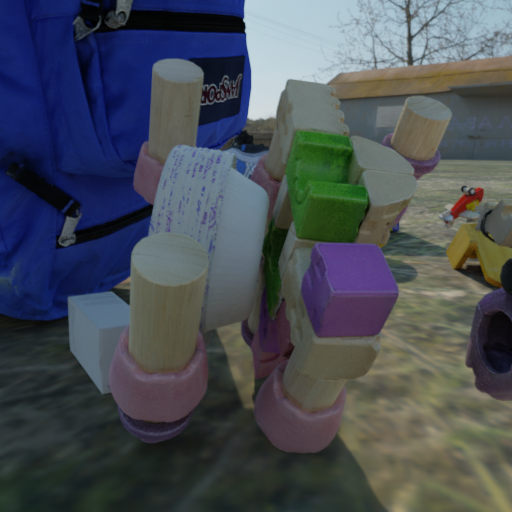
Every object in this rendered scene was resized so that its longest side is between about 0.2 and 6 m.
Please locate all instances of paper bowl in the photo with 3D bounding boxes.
[{"bbox_3d":[-0.289,-0.050,3.651,0.658,1.264,1.264,9,12,1],"label":"paper bowl"}]

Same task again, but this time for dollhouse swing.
[{"bbox_3d":[3.426,0.167,7.611,1.247,1.096,1.133,0,-29,0],"label":"dollhouse swing"}]

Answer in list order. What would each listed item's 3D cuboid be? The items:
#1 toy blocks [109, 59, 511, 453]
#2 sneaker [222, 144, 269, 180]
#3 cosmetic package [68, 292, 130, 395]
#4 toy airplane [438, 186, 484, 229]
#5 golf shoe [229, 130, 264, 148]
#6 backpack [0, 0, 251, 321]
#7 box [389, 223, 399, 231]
[{"bbox_3d":[0.356,0.238,3.988,2.565,2.159,2.397,4,43,-10],"label":"toy blocks"},{"bbox_3d":[0.311,-1.259,10.516,3.378,1.301,1.279,8,-12,40],"label":"sneaker"},{"bbox_3d":[-1.210,0.667,4.538,0.417,0.529,0.984,-5,15,-32],"label":"cosmetic package"},{"bbox_3d":[3.488,-0.738,9.427,0.769,0.545,0.772,-30,28,45],"label":"toy airplane"},{"bbox_3d":[-0.808,-1.483,12.960,1.616,1.330,3.421,-42,8,42],"label":"golf shoe"},{"bbox_3d":[-2.347,-1.929,5.738,4.324,5.152,4.187,13,24,26],"label":"backpack"},{"bbox_3d":[1.650,-1.206,11.184,2.377,1.394,0.575,1,7,8],"label":"box"}]
